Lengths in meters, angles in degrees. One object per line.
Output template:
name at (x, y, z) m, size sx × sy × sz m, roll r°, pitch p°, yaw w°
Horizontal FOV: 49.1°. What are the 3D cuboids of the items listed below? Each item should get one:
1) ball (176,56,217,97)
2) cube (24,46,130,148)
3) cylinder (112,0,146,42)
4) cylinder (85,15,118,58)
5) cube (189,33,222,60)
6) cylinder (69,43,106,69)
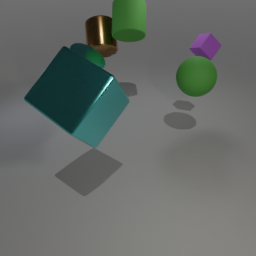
ball at (2.392, -1.796, 9.815) m, size 1.400 × 1.400 × 1.400 m, roll 0°, pitch 30°, yaw 0°
cube at (-1.032, -0.612, 6.105) m, size 1.400 × 1.400 × 1.400 m, roll 34°, pitch 85°, yaw 20°
cylinder at (0.042, -4.464, 11.565) m, size 1.400 × 1.400 × 1.400 m, roll 1°, pitch -3°, yaw 0°
cylinder at (-1.206, -4.102, 12.688) m, size 1.400 × 1.400 × 1.400 m, roll -5°, pitch -8°, yaw -1°
cube at (2.880, -3.017, 10.443) m, size 0.700 × 0.700 × 0.700 m, roll -54°, pitch 25°, yaw -3°
cylinder at (-1.761, -2.188, 10.483) m, size 1.400 × 1.400 × 1.400 m, roll 24°, pitch 37°, yaw -19°
